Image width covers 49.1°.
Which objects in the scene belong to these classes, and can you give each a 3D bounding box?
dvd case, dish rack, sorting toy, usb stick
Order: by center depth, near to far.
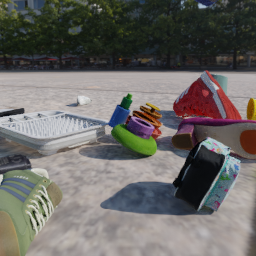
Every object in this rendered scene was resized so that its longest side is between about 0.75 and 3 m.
[{"bbox_3d":[-2.767,0.790,4.461,2.307,0.376,0.640,-8,17,-29],"label":"usb stick"},{"bbox_3d":[0.285,-0.197,6.659,1.312,0.897,2.184,27,15,3],"label":"sorting toy"},{"bbox_3d":[-1.975,0.066,7.113,2.584,0.563,2.217,11,17,39],"label":"dish rack"},{"bbox_3d":[-5.764,-0.616,10.583,2.951,0.259,2.105,6,15,24],"label":"dvd case"}]

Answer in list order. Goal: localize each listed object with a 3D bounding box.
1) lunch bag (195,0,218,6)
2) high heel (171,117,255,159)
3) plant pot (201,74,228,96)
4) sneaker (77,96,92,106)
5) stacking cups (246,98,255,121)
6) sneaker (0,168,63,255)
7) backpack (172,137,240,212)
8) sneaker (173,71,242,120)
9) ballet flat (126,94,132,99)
[{"bbox_3d":[2.304,-4.221,8.360,1.148,0.760,0.780,8,-21,-32],"label":"lunch bag"},{"bbox_3d":[2.345,0.035,6.402,2.574,0.868,1.238,4,24,29],"label":"high heel"},{"bbox_3d":[3.181,-1.324,10.670,1.358,1.330,1.358,9,4,-1],"label":"plant pot"},{"bbox_3d":[-2.031,-1.280,13.006,0.535,0.457,1.228,7,15,8],"label":"sneaker"},{"bbox_3d":[5.375,-0.480,9.111,2.711,0.820,0.820,5,14,9],"label":"stacking cups"},{"bbox_3d":[-1.211,0.897,3.421,0.852,0.636,1.898,-11,14,-23],"label":"sneaker"},{"bbox_3d":[1.155,0.625,4.071,0.783,0.923,1.040,26,16,10],"label":"backpack"},{"bbox_3d":[2.498,-0.535,9.231,1.159,1.710,2.960,39,27,-23],"label":"sneaker"},{"bbox_3d":[0.061,-1.720,15.153,0.289,0.289,0.804,-3,14,-12],"label":"ballet flat"}]
